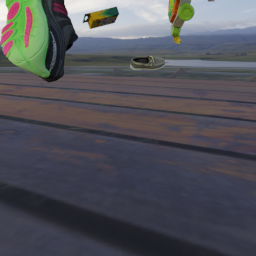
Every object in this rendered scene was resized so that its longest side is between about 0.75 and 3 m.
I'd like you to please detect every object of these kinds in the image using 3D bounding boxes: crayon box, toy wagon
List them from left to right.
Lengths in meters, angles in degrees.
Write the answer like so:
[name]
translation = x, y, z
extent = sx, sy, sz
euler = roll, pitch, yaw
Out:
[crayon box]
translation = -0.761, -3.034, 7.773
extent = 0.933, 0.241, 0.586
euler = -20, 2, -15
[toy wagon]
translation = 1.045, -2.541, 5.456
extent = 0.357, 1.804, 1.400
euler = 7, 38, -3

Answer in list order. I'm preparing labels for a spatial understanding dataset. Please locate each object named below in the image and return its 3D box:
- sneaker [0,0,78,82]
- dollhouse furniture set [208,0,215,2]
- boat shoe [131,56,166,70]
[sneaker]
translation = -1.532, -1.960, 5.132
extent = 1.066, 2.777, 1.163
euler = -13, -34, 19
[dollhouse furniture set]
translation = 3.039, -4.536, 9.555
extent = 1.106, 0.876, 0.785
euler = 20, -20, 44
[boat shoe]
translation = 0.799, -2.578, 10.991
extent = 1.399, 0.500, 0.418
euler = -5, -29, -3
